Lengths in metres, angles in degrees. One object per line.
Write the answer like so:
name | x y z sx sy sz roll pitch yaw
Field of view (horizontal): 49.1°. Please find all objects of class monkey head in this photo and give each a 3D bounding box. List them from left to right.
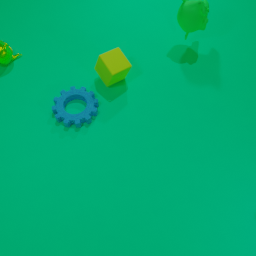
monkey head | 1.994 -3.497 8.556 0.915 1.518 1.092 4 48 24

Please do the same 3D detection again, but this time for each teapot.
teapot | -3.841 -2.341 8.564 0.613 1.252 0.778 -40 64 18

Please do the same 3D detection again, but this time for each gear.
gear | -1.481 -0.608 7.919 1.278 0.236 1.278 0 60 0

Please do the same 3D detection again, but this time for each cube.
cube | -0.447 -1.768 8.166 0.708 0.708 0.708 -31 82 -26
